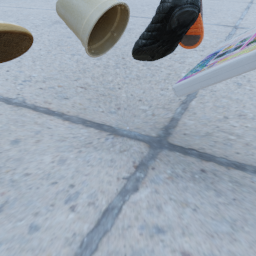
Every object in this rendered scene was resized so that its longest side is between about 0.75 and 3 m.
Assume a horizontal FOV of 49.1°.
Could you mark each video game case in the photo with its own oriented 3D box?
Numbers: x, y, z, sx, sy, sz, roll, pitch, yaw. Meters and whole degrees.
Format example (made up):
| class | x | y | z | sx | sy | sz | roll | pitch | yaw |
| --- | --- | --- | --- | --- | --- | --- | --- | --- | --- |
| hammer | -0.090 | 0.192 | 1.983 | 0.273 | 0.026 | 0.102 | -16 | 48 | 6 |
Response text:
| class | x | y | z | sx | sy | sz | roll | pitch | yaw |
| --- | --- | --- | --- | --- | --- | --- | --- | --- | --- |
| video game case | 2.590 | -1.677 | 5.463 | 2.887 | 0.342 | 2.628 | -17 | 19 | 50 |

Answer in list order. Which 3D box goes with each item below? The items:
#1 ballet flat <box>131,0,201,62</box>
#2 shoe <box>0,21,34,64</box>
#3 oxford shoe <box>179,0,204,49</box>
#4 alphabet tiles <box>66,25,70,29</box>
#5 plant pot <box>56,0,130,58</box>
| class | x | y | z | sx | sy | sz | roll | pitch | yaw |
| --- | --- | --- | --- | --- | --- | --- | --- | --- | --- |
| ballet flat | 0.843 | -2.374 | 6.776 | 0.975 | 0.834 | 2.935 | 2 | -12 | -20 |
| shoe | -2.903 | -1.629 | 4.802 | 2.792 | 0.976 | 0.745 | -23 | 76 | -52 |
| oxford shoe | 1.543 | -3.531 | 7.578 | 0.985 | 2.762 | 1.007 | -2 | 13 | 18 |
| alphabet tiles | -1.872 | -4.024 | 10.128 | 0.808 | 0.966 | 0.036 | 51 | 15 | 30 |
| plant pot | -1.185 | -3.422 | 8.516 | 1.710 | 1.868 | 1.868 | 42 | 46 | 12 |
